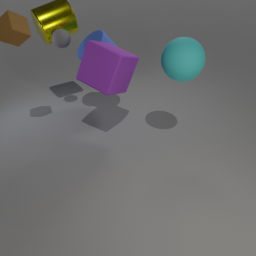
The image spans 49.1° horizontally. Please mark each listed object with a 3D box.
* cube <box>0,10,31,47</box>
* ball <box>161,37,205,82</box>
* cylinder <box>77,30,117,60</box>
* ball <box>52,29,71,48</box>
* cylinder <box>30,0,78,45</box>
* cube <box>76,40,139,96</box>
[{"bbox_3d":[-3.596,-3.106,8.788,0.700,0.700,0.700,-24,-13,30],"label":"cube"},{"bbox_3d":[1.771,-2.207,9.040,1.400,1.400,1.400,0,33,0],"label":"ball"},{"bbox_3d":[-1.069,-2.926,11.255,1.400,1.400,1.400,-23,47,28],"label":"cylinder"},{"bbox_3d":[-2.526,-3.386,10.607,0.700,0.700,0.700,0,33,0],"label":"ball"},{"bbox_3d":[-2.919,-4.248,11.164,1.400,1.400,1.400,-30,41,-15],"label":"cylinder"},{"bbox_3d":[-0.701,-2.099,9.781,1.400,1.400,1.400,30,22,18],"label":"cube"}]
